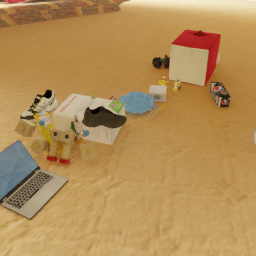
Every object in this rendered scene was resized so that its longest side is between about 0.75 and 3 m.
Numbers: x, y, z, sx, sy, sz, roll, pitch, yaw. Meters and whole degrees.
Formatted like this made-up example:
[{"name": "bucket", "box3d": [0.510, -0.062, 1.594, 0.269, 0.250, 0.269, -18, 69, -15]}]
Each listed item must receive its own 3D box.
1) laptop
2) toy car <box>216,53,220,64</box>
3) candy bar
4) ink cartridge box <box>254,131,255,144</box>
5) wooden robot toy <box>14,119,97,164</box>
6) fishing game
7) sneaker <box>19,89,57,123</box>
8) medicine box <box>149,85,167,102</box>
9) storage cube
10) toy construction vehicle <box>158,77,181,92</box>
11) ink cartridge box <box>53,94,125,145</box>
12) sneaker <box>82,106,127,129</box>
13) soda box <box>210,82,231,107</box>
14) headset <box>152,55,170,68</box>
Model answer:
[{"name": "laptop", "box3d": [-3.094, 1.457, 8.361, 1.846, 1.070, 1.728, 16, 38, 22]}, {"name": "toy car", "box3d": [4.585, -4.540, 16.901, 1.691, 1.449, 1.932, 25, 41, 31]}, {"name": "candy bar", "box3d": [-3.074, 0.153, 10.816, 0.670, 0.298, 2.686, -16, 43, -22]}, {"name": "ink cartridge box", "box3d": [5.668, 0.252, 10.127, 1.770, 0.600, 1.027, -20, 31, -6]}, {"name": "wooden robot toy", "box3d": [-2.396, 0.504, 10.014, 2.994, 1.319, 1.358, 13, 1, 5]}, {"name": "fishing game", "box3d": [0.385, -1.135, 12.761, 2.383, 0.370, 1.706, 21, 45, 20]}, {"name": "sneaker", "box3d": [-3.942, -0.980, 12.110, 0.796, 0.923, 2.106, 16, 39, 19]}, {"name": "medicine box", "box3d": [1.439, -1.688, 13.555, 0.813, 0.460, 0.893, 5, 33, 7]}, {"name": "storage cube", "box3d": [3.553, -3.812, 15.066, 2.064, 2.415, 2.171, 17, 44, 23]}, {"name": "toy construction vehicle", "box3d": [2.113, -2.270, 14.408, 1.163, 0.470, 1.336, 12, 36, 17]}, {"name": "ink cartridge box", "box3d": [-1.491, -0.414, 11.145, 2.367, 0.998, 1.729, 11, 37, 15]}, {"name": "sneaker", "box3d": [-0.768, -0.396, 9.633, 1.575, 0.715, 0.598, -1, 29, -22]}, {"name": "soda box", "box3d": [4.379, -1.629, 13.355, 0.519, 0.580, 1.639, -2, 34, 2]}, {"name": "headset", "box3d": [2.078, -4.042, 16.671, 1.161, 0.883, 1.880, -3, 23, -3]}]
